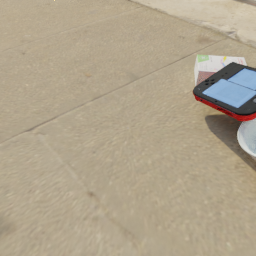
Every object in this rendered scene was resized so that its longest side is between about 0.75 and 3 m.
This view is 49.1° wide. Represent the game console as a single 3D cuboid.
[{"bbox_3d":[3.511,-1.264,8.849,2.159,0.379,2.442,-38,40,-11],"label":"game console"}]

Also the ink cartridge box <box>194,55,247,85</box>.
[{"bbox_3d":[3.752,-2.112,10.661,2.283,0.769,1.337,5,42,5],"label":"ink cartridge box"}]

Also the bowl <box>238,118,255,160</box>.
[{"bbox_3d":[4.219,0.364,7.562,2.215,0.996,2.215,-22,33,15],"label":"bowl"}]
